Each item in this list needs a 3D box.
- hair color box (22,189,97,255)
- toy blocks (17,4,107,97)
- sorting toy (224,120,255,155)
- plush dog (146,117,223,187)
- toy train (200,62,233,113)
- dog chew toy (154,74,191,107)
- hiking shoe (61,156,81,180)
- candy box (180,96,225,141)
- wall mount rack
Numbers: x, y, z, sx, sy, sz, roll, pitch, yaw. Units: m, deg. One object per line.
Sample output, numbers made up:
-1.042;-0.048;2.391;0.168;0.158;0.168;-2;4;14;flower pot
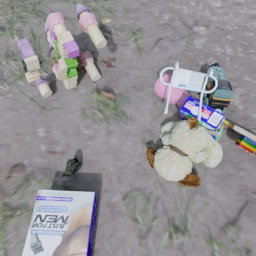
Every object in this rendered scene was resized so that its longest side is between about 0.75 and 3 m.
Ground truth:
-1.488;2.639;6.087;1.357;0.805;2.483;2;54;1;hair color box
-2.314;-2.626;8.905;2.589;2.420;2.179;-24;75;-20;toy blocks
3.416;0.506;7.512;2.742;1.322;0.464;37;100;37;sorting toy
1.404;0.656;7.397;1.907;1.530;1.638;29;79;21;plush dog
2.753;-1.247;8.790;0.795;1.063;1.865;9;45;-2;toy train
1.489;-1.158;9.122;0.814;0.814;1.307;-38;69;-26;dog chew toy
-1.530;1.044;7.303;0.322;0.428;0.850;-7;17;16;hiking shoe
2.097;-0.176;7.923;1.141;1.350;0.520;34;82;25;candy box
1.524;-0.967;7.178;1.520;1.320;0.567;11;23;1;wall mount rack
